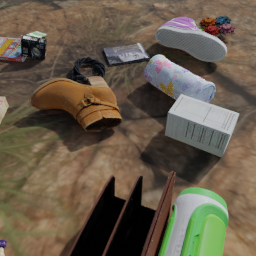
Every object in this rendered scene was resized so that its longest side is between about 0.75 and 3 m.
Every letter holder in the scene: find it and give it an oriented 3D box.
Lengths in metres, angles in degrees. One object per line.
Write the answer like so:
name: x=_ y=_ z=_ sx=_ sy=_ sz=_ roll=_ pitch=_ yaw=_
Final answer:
letter holder: x=-0.224 y=2.167 z=5.088 sx=1.452 sy=2.052 sz=2.888 roll=15 pitch=48 yaw=15

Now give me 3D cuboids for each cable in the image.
cable: x=-1.451 y=-2.249 z=10.600 sx=1.240 sy=0.386 sz=1.520 roll=4 pitch=45 yaw=4

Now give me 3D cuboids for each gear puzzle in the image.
gear puzzle: x=3.320 y=-4.610 z=12.698 sx=2.808 sy=0.368 sz=1.454 roll=-6 pitch=52 yaw=5

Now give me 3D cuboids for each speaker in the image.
speaker: x=1.134 y=2.571 z=5.270 sx=1.256 sy=1.256 sz=2.840 roll=16 pitch=47 yaw=15

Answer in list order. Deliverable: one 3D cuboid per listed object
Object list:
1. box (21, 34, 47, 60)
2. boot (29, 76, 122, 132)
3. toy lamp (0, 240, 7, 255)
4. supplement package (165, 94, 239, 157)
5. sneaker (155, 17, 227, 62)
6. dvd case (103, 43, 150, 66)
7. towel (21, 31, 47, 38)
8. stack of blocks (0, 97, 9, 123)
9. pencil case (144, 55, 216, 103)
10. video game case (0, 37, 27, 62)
box: x=-3.742 y=-3.209 z=11.146 sx=0.926 sy=0.758 sz=0.399 roll=8 pitch=45 yaw=-13
boot: x=-1.603 y=-0.631 z=8.650 sx=2.635 sy=0.971 sz=2.039 roll=-17 pitch=53 yaw=-12
toy lamp: x=-2.518 y=2.847 z=5.637 sx=0.338 sy=0.338 sz=1.161 roll=-20 pitch=49 yaw=-18
supplement package: x=2.094 y=-0.086 z=8.062 sx=1.753 sy=0.960 sz=0.997 roll=23 pitch=50 yaw=21
sneaker: x=2.843 y=-3.866 z=11.581 sx=3.004 sy=1.089 sz=1.713 roll=29 pitch=53 yaw=19
dvd case: x=-0.080 y=-3.071 z=11.581 sx=1.666 sy=0.133 sz=1.239 roll=-11 pitch=46 yaw=-11
towel: x=-4.180 y=-4.118 z=12.483 sx=0.711 sy=0.109 sz=0.932 roll=23 pitch=38 yaw=25
stack of blocks: x=-4.389 y=-0.385 z=8.745 sx=0.800 sy=0.407 sz=1.389 roll=0 pitch=46 yaw=0
pencil case: x=1.708 y=-1.568 z=9.456 sx=1.132 sy=1.037 sz=2.495 roll=-37 pitch=55 yaw=-22
video game case: x=-5.137 y=-3.350 z=11.811 sx=2.125 sy=0.185 sz=1.519 roll=6 pitch=46 yaw=6
